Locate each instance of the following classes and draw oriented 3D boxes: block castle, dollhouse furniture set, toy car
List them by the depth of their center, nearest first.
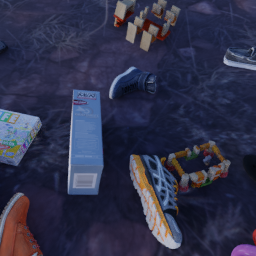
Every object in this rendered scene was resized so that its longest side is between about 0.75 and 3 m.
[{"bbox_3d":[3.177,3.044,5.822,2.715,2.376,2.036,-32,22,-23],"label":"toy car"},{"bbox_3d":[2.018,1.132,8.116,1.626,0.763,1.086,-15,48,-15],"label":"block castle"},{"bbox_3d":[0.710,-4.916,13.111,2.645,1.377,2.674,33,57,11],"label":"dollhouse furniture set"}]

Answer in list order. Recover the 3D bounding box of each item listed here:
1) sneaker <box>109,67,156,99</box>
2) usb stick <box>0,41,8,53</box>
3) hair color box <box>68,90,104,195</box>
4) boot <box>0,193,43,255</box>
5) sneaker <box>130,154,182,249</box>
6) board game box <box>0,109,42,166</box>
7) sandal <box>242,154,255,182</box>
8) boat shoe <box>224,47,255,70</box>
[{"bbox_3d":[0.272,-1.546,10.378,1.350,0.710,1.869,26,53,23],"label":"sneaker"},{"bbox_3d":[-6.252,-3.111,11.927,2.264,0.369,0.628,-36,58,-27],"label":"usb stick"},{"bbox_3d":[-1.249,0.335,8.149,0.862,1.407,2.842,3,46,-12],"label":"hair color box"},{"bbox_3d":[-2.597,2.704,6.813,1.210,0.846,2.256,7,55,-3],"label":"boot"},{"bbox_3d":[0.883,1.741,7.416,1.068,1.082,2.765,-8,50,-15],"label":"sneaker"},{"bbox_3d":[-4.391,0.154,9.115,2.561,0.438,1.721,11,51,9],"label":"board game box"},{"bbox_3d":[4.183,1.524,7.927,0.830,0.498,2.211,-20,53,-16],"label":"sandal"},{"bbox_3d":[5.145,-2.930,11.521,2.215,0.751,0.795,10,51,9],"label":"boat shoe"}]
